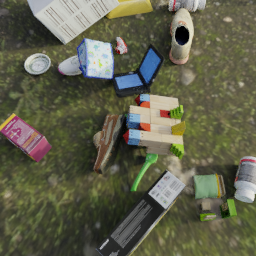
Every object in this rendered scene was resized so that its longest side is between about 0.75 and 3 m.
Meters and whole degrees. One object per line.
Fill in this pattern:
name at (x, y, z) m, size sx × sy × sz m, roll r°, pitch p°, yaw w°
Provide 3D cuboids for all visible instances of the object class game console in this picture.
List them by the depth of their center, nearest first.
game console at (0.268, -2.125, 10.191) m, size 1.782 × 1.179 × 2.027 m, roll -10°, pitch 31°, yaw -4°

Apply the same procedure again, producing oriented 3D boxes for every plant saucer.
plant saucer at (-3.647, -2.542, 11.376) m, size 1.040 × 0.261 × 1.040 m, roll 0°, pitch 63°, yaw 0°
plant saucer at (-0.128, -6.224, 13.091) m, size 2.191 × 0.531 × 2.192 m, roll -12°, pitch 64°, yaw -7°

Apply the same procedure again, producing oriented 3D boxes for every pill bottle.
pill bottle at (3.855, 1.657, 8.987) m, size 0.742 × 0.742 × 1.341 m, roll 20°, pitch 65°, yaw 10°
pill bottle at (2.665, -5.715, 12.646) m, size 1.556 × 0.861 × 0.861 m, roll 3°, pitch 63°, yaw 1°

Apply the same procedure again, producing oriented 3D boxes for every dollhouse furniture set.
dollhouse furniture set at (2.650, 2.074, 8.776) m, size 0.965 × 0.740 × 1.474 m, roll -3°, pitch 63°, yaw -1°

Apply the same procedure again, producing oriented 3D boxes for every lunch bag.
lunch bag at (-1.145, -2.391, 10.077) m, size 1.127 × 0.844 × 1.325 m, roll -2°, pitch 73°, yaw -34°

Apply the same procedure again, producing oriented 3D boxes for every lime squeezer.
lime squeezer at (0.494, 0.712, 9.708) m, size 1.016 × 0.543 × 2.877 m, roll -20°, pitch 61°, yaw 26°

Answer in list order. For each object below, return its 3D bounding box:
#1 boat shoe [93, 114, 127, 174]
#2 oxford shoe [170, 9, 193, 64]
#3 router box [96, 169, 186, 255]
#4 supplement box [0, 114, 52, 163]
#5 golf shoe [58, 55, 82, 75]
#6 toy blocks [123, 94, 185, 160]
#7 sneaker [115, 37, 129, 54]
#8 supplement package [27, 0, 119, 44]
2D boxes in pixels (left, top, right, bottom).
boat shoe at (-0.738, 0.484, 9.593) m, size 0.849 × 0.870 × 2.299 m, roll 13°, pitch 56°, yaw 13°
oxford shoe at (2.323, -4.081, 11.700) m, size 1.018 × 1.062 × 2.877 m, roll 4°, pitch 63°, yaw 2°
router box at (0.371, 2.591, 7.759) m, size 0.696 × 2.094 × 2.664 m, roll 39°, pitch 70°, yaw 18°
supplement box at (-3.482, 0.351, 9.525) m, size 1.487 × 0.973 × 0.767 m, roll 33°, pitch 69°, yaw 16°
golf shoe at (-1.734, -2.739, 11.060) m, size 2.161 × 0.989 × 0.814 m, roll -19°, pitch 69°, yaw -10°
toy blocks at (0.771, -0.178, 9.444) m, size 1.860 × 1.359 × 2.720 m, roll 8°, pitch 49°, yaw -5°
sneaker at (-0.375, -3.481, 11.833) m, size 0.468 × 0.292 × 0.873 m, roll -29°, pitch 69°, yaw -16°
supplement package at (-2.454, -5.662, 11.411) m, size 2.892 × 2.127 × 2.765 m, roll -32°, pitch 66°, yaw 10°
